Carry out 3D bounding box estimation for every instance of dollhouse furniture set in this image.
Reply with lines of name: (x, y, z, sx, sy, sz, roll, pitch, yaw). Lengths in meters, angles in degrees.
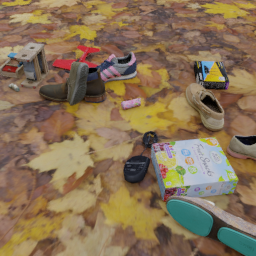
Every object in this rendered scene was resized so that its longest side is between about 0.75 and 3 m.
dollhouse furniture set: (-5.047, -2.961, 12.943, 2.146, 1.512, 1.504, 9, 43, 9)

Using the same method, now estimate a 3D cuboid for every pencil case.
pencil case: (0.131, -1.011, 11.640, 0.836, 0.366, 0.366, -15, 44, -14)

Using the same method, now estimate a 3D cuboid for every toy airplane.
toy airplane: (-2.300, -3.474, 14.271, 2.811, 0.517, 2.811, 1, 42, -1)

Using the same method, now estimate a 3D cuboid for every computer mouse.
computer mouse: (0.510, 0.957, 9.477, 0.762, 0.443, 2.600, -2, 33, 26)

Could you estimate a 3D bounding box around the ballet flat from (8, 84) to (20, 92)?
ballet flat: (-5.183, -1.894, 12.707, 0.765, 0.244, 0.258, 29, 49, 29)

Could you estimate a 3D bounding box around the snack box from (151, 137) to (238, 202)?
snack box: (1.989, 1.238, 8.826, 2.208, 0.747, 1.862, -5, 41, -8)

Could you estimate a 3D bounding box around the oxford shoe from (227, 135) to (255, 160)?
oxford shoe: (4.489, 0.680, 9.427, 2.086, 0.770, 0.738, 5, 42, 5)

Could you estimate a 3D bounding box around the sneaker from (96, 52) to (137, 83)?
sneaker: (-1.025, -2.809, 12.982, 3.000, 1.230, 1.052, -16, 44, -17)

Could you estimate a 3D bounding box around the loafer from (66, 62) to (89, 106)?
loafer: (-1.974, -1.701, 10.613, 0.642, 1.844, 0.693, 34, 33, 21)

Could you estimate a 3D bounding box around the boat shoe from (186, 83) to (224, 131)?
boat shoe: (3.168, -1.111, 11.326, 1.001, 0.906, 2.809, -9, 43, -10)

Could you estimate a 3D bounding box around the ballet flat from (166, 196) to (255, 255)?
ballet flat: (2.354, 2.500, 7.469, 2.766, 0.942, 0.930, 26, 27, 20)

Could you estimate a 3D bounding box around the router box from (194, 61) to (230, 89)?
router box: (3.894, -2.519, 13.228, 1.373, 0.470, 1.841, 3, 42, 3)

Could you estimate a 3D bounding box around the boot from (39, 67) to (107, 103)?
boot: (-2.406, -1.938, 11.853, 2.961, 1.435, 1.106, 2, 42, 2)
